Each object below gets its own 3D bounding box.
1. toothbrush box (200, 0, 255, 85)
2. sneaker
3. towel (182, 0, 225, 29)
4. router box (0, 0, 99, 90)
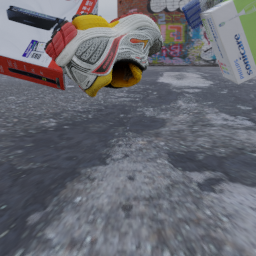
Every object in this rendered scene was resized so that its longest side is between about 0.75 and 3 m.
[{"bbox_3d":[3.433,-2.572,6.913,2.625,1.911,1.130,-27,18,8],"label":"toothbrush box"},{"bbox_3d":[-0.112,-1.025,4.125,0.915,0.965,2.350,-36,-1,40],"label":"sneaker"},{"bbox_3d":[2.491,-3.405,7.273,2.169,0.258,1.593,-28,-7,18],"label":"towel"},{"bbox_3d":[-2.372,-2.528,7.134,2.589,0.705,2.885,14,59,0],"label":"router box"}]
